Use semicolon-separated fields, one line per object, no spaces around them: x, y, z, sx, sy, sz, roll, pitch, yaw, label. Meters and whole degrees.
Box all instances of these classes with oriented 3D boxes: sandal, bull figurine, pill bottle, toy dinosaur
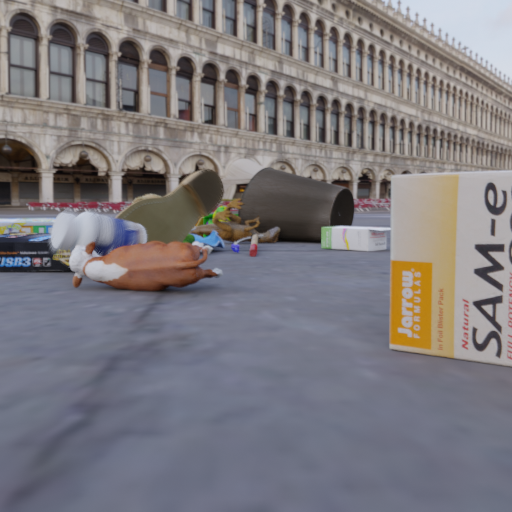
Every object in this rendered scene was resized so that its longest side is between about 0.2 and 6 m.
-1.411;-0.511;7.964;0.770;0.858;2.341;-10;23;41;sandal
-1.035;0.082;5.269;1.437;0.468;0.872;2;6;25;bull figurine
-1.734;-0.191;6.188;0.927;0.514;0.514;12;-4;-40;pill bottle
-0.638;-0.526;11.244;2.212;1.175;0.668;6;47;4;toy dinosaur

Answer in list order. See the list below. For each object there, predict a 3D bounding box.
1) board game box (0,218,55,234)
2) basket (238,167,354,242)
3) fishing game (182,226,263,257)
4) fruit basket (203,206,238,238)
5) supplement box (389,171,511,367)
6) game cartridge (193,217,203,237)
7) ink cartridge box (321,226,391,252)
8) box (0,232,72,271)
-4.788;-0.513;11.702;1.889;0.481;2.810;-3;6;-34;board game box
0.929;-1.003;11.921;2.042;1.389;1.841;11;55;32;basket
-1.942;-0.365;9.578;4.097;0.637;2.934;0;8;2;fishing game
-0.768;-0.731;12.848;0.958;0.691;0.958;-1;-10;0;fruit basket
1.489;0.056;2.793;1.544;0.973;0.568;3;7;32;supplement box
-1.209;-0.708;13.453;0.719;0.634;0.117;-6;46;-50;game cartridge
1.819;-0.301;9.818;1.188;0.400;0.696;5;7;41;ink cartridge box
-2.741;-0.067;7.310;1.689;0.423;1.702;-1;6;3;box
